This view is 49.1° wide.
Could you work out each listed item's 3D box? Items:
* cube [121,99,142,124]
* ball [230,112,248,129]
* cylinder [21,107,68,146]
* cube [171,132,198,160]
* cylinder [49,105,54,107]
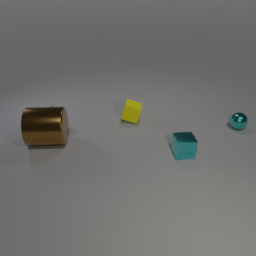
[{"bbox_3d":[0.163,-0.717,11.920,0.700,0.700,0.700,17,27,-3],"label":"cube"},{"bbox_3d":[4.500,-0.292,11.376,0.700,0.700,0.700,0,29,0],"label":"ball"},{"bbox_3d":[-2.988,-0.064,10.227,1.400,1.400,1.400,-2,29,-3],"label":"cylinder"},{"bbox_3d":[1.953,0.609,9.749,0.700,0.700,0.700,-3,29,-7],"label":"cube"},{"bbox_3d":[-3.060,-0.443,11.388,0.700,0.700,0.700,45,39,2],"label":"cylinder"}]
